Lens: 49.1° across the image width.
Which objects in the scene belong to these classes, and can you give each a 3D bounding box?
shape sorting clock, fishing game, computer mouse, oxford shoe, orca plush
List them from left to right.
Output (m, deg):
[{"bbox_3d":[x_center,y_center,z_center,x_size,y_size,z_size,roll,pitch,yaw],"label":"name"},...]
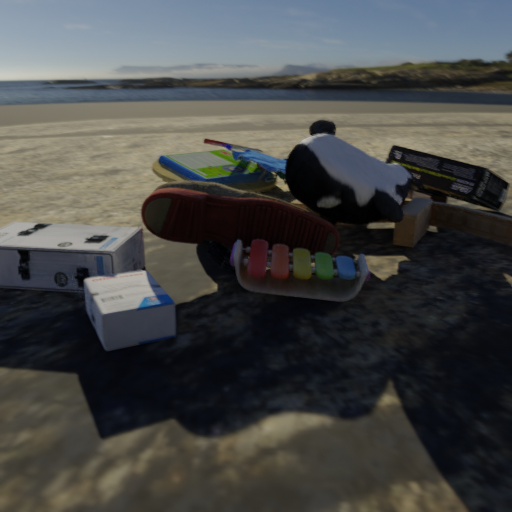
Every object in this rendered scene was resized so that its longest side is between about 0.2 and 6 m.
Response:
[{"bbox_3d":[-1.138,-2.265,15.527,3.462,0.679,3.462,4,25,-2],"label":"shape sorting clock"},{"bbox_3d":[-0.671,-0.200,10.219,0.872,0.506,2.975,14,19,-20],"label":"computer mouse"},{"bbox_3d":[-0.201,-0.752,9.716,3.363,1.185,1.258,14,31,-4],"label":"oxford shoe"},{"bbox_3d":[0.879,-2.191,15.014,4.655,0.724,3.333,28,19,37],"label":"fishing game"},{"bbox_3d":[1.612,-1.266,10.691,2.363,1.596,4.491,47,28,5],"label":"orca plush"}]

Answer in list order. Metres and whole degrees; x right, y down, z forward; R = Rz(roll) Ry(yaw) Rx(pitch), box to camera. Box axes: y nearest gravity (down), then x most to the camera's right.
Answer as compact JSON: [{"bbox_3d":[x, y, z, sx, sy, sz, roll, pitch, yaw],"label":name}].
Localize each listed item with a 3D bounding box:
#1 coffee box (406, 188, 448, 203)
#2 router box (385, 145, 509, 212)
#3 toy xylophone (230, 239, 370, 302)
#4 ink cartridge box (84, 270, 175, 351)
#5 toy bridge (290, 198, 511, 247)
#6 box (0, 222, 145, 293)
[{"bbox_3d":[3.926,-1.331,13.260,0.583,0.412,1.032,-3,19,-29],"label":"coffee box"},{"bbox_3d":[4.413,-1.820,13.077,2.364,0.734,1.772,25,11,39],"label":"router box"},{"bbox_3d":[0.627,0.147,8.679,2.127,0.534,1.557,4,22,-6],"label":"toy xylophone"},{"bbox_3d":[-1.698,0.678,7.419,0.920,0.540,1.257,-8,20,-25],"label":"ink cartridge box"},{"bbox_3d":[3.105,-0.684,11.071,5.022,0.683,1.688,10,21,26],"label":"toy bridge"},{"bbox_3d":[-3.159,-0.001,9.085,2.375,0.714,1.385,3,20,9],"label":"box"}]
